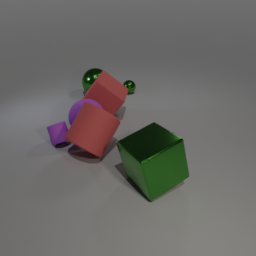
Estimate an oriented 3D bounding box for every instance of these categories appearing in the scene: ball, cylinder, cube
[{"bbox_3d":[0.062,-2.161,14.692,0.700,0.700,0.700,0,29,0],"label":"ball"},{"bbox_3d":[-2.530,0.185,10.257,0.700,0.700,0.700,-19,3,1],"label":"cylinder"},{"bbox_3d":[-1.178,0.055,9.429,1.400,1.400,1.400,29,-5,3],"label":"cylinder"},{"bbox_3d":[-1.000,-1.324,11.934,1.400,1.400,1.400,36,27,-12],"label":"cube"},{"bbox_3d":[0.721,0.910,8.090,1.400,1.400,1.400,-28,32,-19],"label":"cube"},{"bbox_3d":[-1.655,-2.354,14.324,1.400,1.400,1.400,0,29,0],"label":"ball"},{"bbox_3d":[-1.596,-0.424,10.847,1.400,1.400,1.400,0,29,0],"label":"ball"}]
